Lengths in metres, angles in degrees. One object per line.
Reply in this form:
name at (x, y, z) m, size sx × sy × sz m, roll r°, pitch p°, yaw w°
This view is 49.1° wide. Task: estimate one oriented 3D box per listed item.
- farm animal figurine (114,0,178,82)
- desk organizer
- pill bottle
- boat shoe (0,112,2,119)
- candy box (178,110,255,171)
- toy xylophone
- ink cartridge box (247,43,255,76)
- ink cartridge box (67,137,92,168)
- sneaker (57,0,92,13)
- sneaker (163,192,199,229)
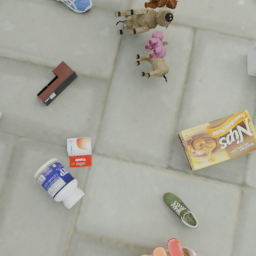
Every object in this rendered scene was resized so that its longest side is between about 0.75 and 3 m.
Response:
farm animal figurine at (0.700, -3.138, 8.711) m, size 1.410 × 2.705 × 2.675 m, roll -19°, pitch 42°, yaw -27°
desk organizer at (-2.367, -1.444, 9.098) m, size 0.552 × 0.514 × 1.435 m, roll 43°, pitch 83°, yaw 8°
pill bottle at (-2.028, 1.691, 8.417) m, size 0.852 × 0.852 × 1.423 m, roll -45°, pitch 83°, yaw -6°
boat shoe at (-4.911, -0.712, 8.980) m, size 1.743 × 0.493 × 0.598 m, roll 23°, pitch 82°, yaw 4°
candy box at (2.840, 0.393, 8.744) m, size 2.196 × 0.607 × 1.268 m, roll -18°, pitch 81°, yaw -3°
toy xylophone at (0.781, 4.577, 8.008) m, size 2.982 × 0.749 × 2.183 m, roll -23°, pitch 82°, yaw -3°
ink cartridge box at (5.018, -2.204, 8.701) m, size 2.059 × 1.508 × 0.884 m, roll 2°, pitch 81°, yaw 0°
ink cartridge box at (-1.542, 0.772, 8.886) m, size 0.745 × 0.230 × 0.919 m, roll -4°, pitch 78°, yaw 0°
sneaker at (-1.976, -4.466, 9.519) m, size 1.610 × 0.620 × 0.609 m, roll 24°, pitch 80°, yaw 3°
sneaker at (1.629, 2.479, 8.417) m, size 0.450 × 0.603 × 1.342 m, roll -43°, pitch 83°, yaw -6°
